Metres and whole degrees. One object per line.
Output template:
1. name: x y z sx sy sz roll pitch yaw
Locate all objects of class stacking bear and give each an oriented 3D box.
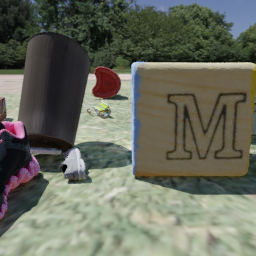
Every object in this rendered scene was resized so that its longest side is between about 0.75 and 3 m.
1. stacking bear: -1.078 -2.272 14.718 1.400 1.496 2.463 8 5 -5

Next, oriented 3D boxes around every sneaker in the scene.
1. sneaker: -0.922 0.548 4.440 0.365 0.332 0.889 -5 14 -20
2. sneaker: -1.751 0.440 3.465 0.832 1.004 2.105 2 14 -1

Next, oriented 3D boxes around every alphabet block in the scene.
1. alphabet block: 0.940 -0.258 4.824 1.764 1.732 1.722 0 14 0

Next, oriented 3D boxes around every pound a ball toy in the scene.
1. pound a ball toy: -0.960 -0.539 9.275 0.601 0.392 0.922 -30 21 -12

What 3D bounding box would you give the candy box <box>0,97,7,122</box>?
1. candy box: -4.946 -0.464 7.990 2.555 0.721 1.490 -2 12 -15

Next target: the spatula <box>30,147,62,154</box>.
1. spatula: -2.827 0.158 4.956 2.900 0.233 2.016 6 3 -34

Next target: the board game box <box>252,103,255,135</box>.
1. board game box: 2.668 -0.418 7.586 2.540 0.816 1.874 1 13 0

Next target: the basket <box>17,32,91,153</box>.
1. basket: -1.424 -0.547 5.306 1.240 1.824 1.645 3 -23 1
